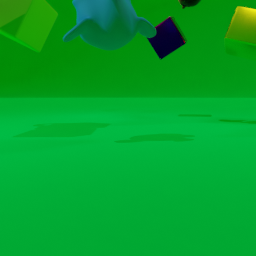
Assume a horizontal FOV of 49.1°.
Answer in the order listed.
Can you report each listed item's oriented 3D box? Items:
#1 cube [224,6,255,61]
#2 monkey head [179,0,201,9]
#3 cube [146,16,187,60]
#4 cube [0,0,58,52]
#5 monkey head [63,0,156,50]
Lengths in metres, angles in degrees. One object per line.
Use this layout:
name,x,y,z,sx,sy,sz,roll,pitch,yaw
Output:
cube,3.350,-2.608,7.818,0.986,0.986,0.986,21,-3,22
monkey head,1.861,-3.938,7.917,0.986,0.826,1.370,-39,12,-9
cube,1.488,-3.464,10.752,1.126,1.126,1.126,-30,11,23
cube,-2.670,-2.760,6.921,1.150,1.150,1.150,27,3,10
monkey head,-0.274,-1.957,4.752,1.776,1.070,1.278,-12,-7,-27
